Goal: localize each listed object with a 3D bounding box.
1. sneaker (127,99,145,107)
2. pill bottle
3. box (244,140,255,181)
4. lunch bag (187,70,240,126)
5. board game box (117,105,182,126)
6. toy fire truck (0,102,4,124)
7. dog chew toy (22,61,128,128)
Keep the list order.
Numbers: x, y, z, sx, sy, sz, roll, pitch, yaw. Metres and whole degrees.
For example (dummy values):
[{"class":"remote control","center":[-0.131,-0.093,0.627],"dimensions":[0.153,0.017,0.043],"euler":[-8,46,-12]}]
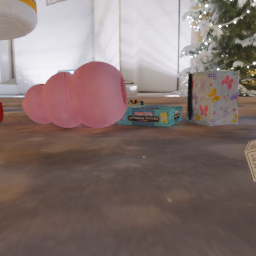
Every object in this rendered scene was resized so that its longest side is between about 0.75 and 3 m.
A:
[{"class":"sneaker","center":[0.170,-0.777,10.792],"dimensions":[0.623,0.669,1.687],"euler":[-7,9,-31]},{"class":"pill bottle","center":[-2.431,-3.007,4.606],"dimensions":[1.607,2.761,1.607],"euler":[-6,1,0]},{"class":"box","center":[1.965,0.226,3.082],"dimensions":[1.200,0.361,0.700],"euler":[-18,-1,30]},{"class":"lunch bag","center":[2.390,-0.932,8.520],"dimensions":[1.187,1.583,1.866],"euler":[-3,11,-14]},{"class":"board game box","center":[0.750,-0.419,8.739],"dimensions":[1.557,0.484,2.062],"euler":[3,8,20]},{"class":"toy fire truck","center":[-4.867,-0.328,7.305],"dimensions":[2.000,0.691,2.836],"euler":[1,8,6]},{"class":"dog chew toy","center":[-1.463,-0.779,7.467],"dimensions":[2.799,1.743,1.743],"euler":[-8,6,10]}]
